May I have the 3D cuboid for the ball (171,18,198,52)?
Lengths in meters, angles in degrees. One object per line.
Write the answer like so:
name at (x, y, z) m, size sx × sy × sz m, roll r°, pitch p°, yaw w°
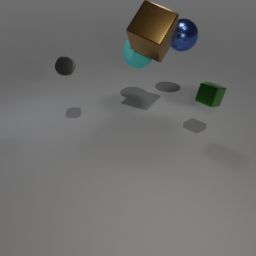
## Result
ball at (2.417, -4.127, 12.466) m, size 1.400 × 1.400 × 1.400 m, roll 0°, pitch 30°, yaw 0°

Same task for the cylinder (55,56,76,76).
cylinder at (-2.284, -2.256, 10.248) m, size 0.700 × 0.700 × 0.700 m, roll -4°, pitch 12°, yaw -6°

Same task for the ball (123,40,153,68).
ball at (0.466, -3.347, 12.355) m, size 1.400 × 1.400 × 1.400 m, roll 0°, pitch 30°, yaw 0°

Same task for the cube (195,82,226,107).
cube at (2.930, -1.197, 9.944) m, size 0.700 × 0.700 × 0.700 m, roll 31°, pitch 26°, yaw 35°

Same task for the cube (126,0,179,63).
cube at (0.942, -3.590, 10.518) m, size 1.400 × 1.400 × 1.400 m, roll 29°, pitch -7°, yaw 13°
